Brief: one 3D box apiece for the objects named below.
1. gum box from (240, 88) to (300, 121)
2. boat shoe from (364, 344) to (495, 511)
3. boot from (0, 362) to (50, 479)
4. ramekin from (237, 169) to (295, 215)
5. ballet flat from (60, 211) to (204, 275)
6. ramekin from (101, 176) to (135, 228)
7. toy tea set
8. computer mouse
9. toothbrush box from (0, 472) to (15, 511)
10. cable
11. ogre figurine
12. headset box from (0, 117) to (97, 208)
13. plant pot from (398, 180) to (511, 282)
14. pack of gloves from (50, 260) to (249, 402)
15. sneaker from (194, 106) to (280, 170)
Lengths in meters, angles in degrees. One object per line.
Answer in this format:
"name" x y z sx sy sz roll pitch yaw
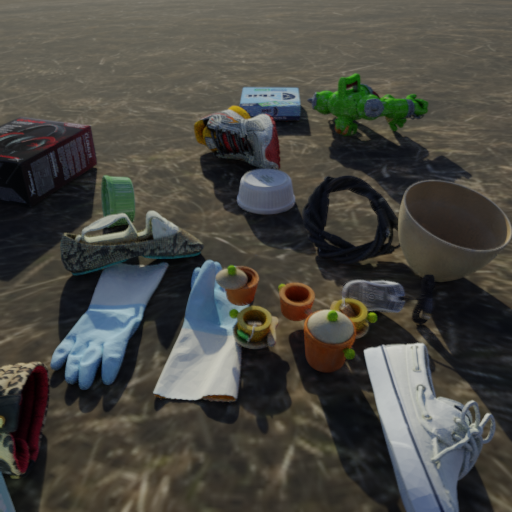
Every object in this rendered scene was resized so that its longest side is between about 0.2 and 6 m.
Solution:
"gum box" 0.422 -4.611 16.935 1.766 0.463 2.079 1 32 2
"boat shoe" 1.948 1.847 5.909 1.163 1.008 2.728 -15 24 8
"boot" -3.482 2.067 5.627 2.192 1.065 2.911 -3 26 -3
"ramekin" 0.201 -1.367 11.590 1.211 0.564 1.211 -1 32 0
"ballet flat" -2.078 -0.291 9.474 2.402 0.904 0.815 -9 22 -15
"ramekin" -2.639 -1.045 10.717 0.485 0.993 0.993 -5 31 -23
"toy tea set" 0.463 0.685 7.766 2.367 0.876 1.408 15 39 14
"computer mouse" 1.977 0.601 8.427 1.343 0.736 0.295 4 5 23
"toothbrush box" -2.961 2.061 4.391 1.681 2.296 0.979 5 33 7
"cable" 1.649 -0.678 10.179 1.612 0.502 1.976 -22 58 -4
"ogre figurine" 2.759 -4.098 15.152 1.887 1.545 3.148 -14 44 -43
"headset box" -5.077 -2.233 12.542 2.037 1.028 2.741 11 33 17
"plant pot" 3.031 -0.260 9.084 1.725 1.158 1.725 7 43 -7
"pack of gloves" -1.400 0.749 8.155 2.547 0.598 3.032 3 32 3
"sneaker" -0.459 -2.667 13.255 1.357 1.286 3.304 -19 27 -21
